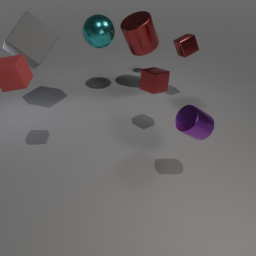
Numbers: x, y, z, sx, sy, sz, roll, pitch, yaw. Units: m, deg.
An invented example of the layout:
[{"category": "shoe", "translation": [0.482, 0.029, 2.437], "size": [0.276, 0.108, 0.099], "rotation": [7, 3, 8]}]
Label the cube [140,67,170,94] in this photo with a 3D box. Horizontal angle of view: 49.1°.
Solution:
[{"category": "cube", "translation": [0.895, -1.607, 9.448], "size": [0.700, 0.700, 0.700], "rotation": [-19, 34, -39]}]

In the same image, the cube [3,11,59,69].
[{"category": "cube", "translation": [-3.734, -3.294, 10.734], "size": [1.400, 1.400, 1.400], "rotation": [-60, 24, -11]}]

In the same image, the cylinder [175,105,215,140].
[{"category": "cylinder", "translation": [1.637, -0.130, 6.889], "size": [0.700, 0.700, 0.700], "rotation": [23, 17, -36]}]

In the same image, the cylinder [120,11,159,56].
[{"category": "cylinder", "translation": [0.538, -4.207, 12.510], "size": [1.400, 1.400, 1.400], "rotation": [-13, 48, 15]}]

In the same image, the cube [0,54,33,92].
[{"category": "cube", "translation": [-3.107, -1.489, 7.580], "size": [0.700, 0.700, 0.700], "rotation": [-8, 39, 8]}]

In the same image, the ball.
[{"category": "ball", "translation": [-1.263, -4.166, 12.106], "size": [1.400, 1.400, 1.400], "rotation": [0, 33, 0]}]

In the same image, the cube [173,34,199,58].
[{"category": "cube", "translation": [2.432, -3.459, 11.735], "size": [0.700, 0.700, 0.700], "rotation": [-28, 27, -4]}]
